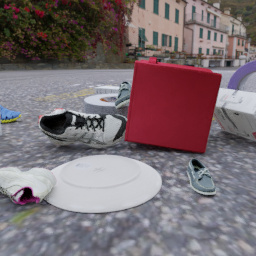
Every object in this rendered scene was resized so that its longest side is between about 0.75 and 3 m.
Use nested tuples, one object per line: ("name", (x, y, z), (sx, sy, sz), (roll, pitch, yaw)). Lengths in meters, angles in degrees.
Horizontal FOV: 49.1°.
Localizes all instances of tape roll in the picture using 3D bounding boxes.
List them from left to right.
("tape roll", (-0.532, -0.852, 12.543), (2.830, 0.935, 2.830), (1, 17, 0))
("tape roll", (5.725, -1.558, 11.952), (2.689, 2.689, 1.142), (11, 18, 34))

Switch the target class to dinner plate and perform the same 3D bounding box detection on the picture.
("dinner plate", (-0.639, 1.117, 6.681), (2.881, 0.349, 2.881), (-1, 14, 0))

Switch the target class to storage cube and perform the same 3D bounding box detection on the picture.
("storage cube", (1.412, -0.819, 9.305), (2.529, 2.814, 2.405), (9, 15, 6))

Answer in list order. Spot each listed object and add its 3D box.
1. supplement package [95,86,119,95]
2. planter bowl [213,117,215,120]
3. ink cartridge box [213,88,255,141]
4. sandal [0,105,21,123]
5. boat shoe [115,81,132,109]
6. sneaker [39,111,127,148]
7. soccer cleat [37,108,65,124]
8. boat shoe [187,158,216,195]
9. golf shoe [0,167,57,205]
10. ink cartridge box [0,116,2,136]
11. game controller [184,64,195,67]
("supplement package", (-0.816, -1.755, 15.735), (1.829, 1.073, 1.069), (8, 17, 27))
("planter bowl", (3.004, -1.043, 13.306), (2.400, 0.999, 2.400), (0, 16, 0))
("ink cartridge box", (4.007, -0.448, 9.761), (0.902, 1.597, 2.180), (-47, 29, -9))
("sandal", (-5.676, -0.672, 12.290), (1.904, 0.829, 0.757), (2, 13, -1))
("boat shoe", (-0.184, -1.352, 10.963), (0.852, 0.723, 2.341), (-25, 12, 14))
("sneaker", (-1.394, -0.004, 8.650), (2.811, 1.063, 1.232), (-6, -22, 9))
("soccer cleat", (-3.088, -0.412, 11.916), (0.727, 0.585, 1.706), (19, 22, 19))
("boat shoe", (1.675, 1.103, 6.494), (0.486, 0.412, 1.334), (-1, 15, -3))
("golf shoe", (-2.327, 1.217, 5.812), (1.614, 0.608, 0.738), (-6, 35, 16))
("ink cartridge box", (-4.935, -0.378, 9.581), (0.690, 1.666, 1.214), (2, 15, -1))
("game controller", (2.264, -2.169, 12.085), (0.772, 1.481, 0.312), (-3, 53, -42))
